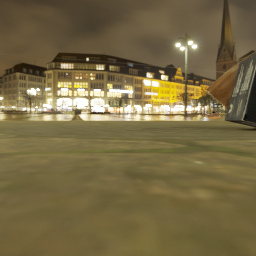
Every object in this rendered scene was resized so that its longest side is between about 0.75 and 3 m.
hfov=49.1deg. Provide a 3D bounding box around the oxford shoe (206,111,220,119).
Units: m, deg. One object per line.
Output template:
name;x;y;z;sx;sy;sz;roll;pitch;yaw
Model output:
oxford shoe;3.587;-0.571;11.857;0.286;0.293;0.803;-18;10;-22

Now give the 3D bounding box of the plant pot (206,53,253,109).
plant pot;3.913;-1.430;8.991;1.863;1.993;1.863;33;20;-14

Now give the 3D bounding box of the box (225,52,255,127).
box;3.461;-0.931;7.380;1.059;1.774;1.804;14;3;5
